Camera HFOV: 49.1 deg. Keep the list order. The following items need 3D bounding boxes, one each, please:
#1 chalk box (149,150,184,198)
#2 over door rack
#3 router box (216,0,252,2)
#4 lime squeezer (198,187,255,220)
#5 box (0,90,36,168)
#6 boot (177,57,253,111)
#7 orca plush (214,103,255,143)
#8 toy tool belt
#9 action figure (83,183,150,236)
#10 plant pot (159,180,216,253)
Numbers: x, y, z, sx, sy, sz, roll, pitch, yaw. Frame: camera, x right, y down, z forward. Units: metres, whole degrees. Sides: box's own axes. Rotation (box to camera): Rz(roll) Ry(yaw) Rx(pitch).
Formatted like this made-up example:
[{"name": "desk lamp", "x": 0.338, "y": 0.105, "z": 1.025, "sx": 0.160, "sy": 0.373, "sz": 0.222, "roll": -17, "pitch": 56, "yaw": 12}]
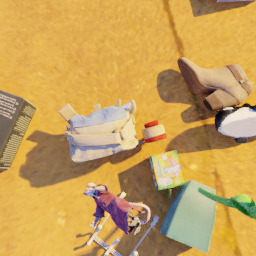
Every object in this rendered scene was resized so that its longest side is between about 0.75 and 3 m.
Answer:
[{"name": "chalk box", "x": 1.088, "y": 1.304, "z": 7.771, "sx": 0.754, "sy": 0.758, "sz": 1.219, "roll": -13, "pitch": 81, "yaw": -2}, {"name": "over door rack", "x": -0.138, "y": 2.795, "z": 7.610, "sx": 1.275, "sy": 0.575, "sz": 1.726, "roll": 35, "pitch": 82, "yaw": 5}, {"name": "router box", "x": 3.391, "y": -4.707, "z": 8.892, "sx": 1.466, "sy": 0.358, "sz": 1.316, "roll": -8, "pitch": 80, "yaw": -11}, {"name": "lime squeezer", "x": 2.426, "y": 1.251, "z": 5.326, "sx": 0.555, "sy": 2.941, "sz": 1.039, "roll": 34, "pitch": 50, "yaw": -27}, {"name": "box", "x": -3.764, "y": -0.050, "z": 7.834, "sx": 1.485, "sy": 1.071, "sz": 2.000, "roll": 21, "pitch": 81, "yaw": 3}, {"name": "boot", "x": 2.642, "y": -1.508, "z": 8.344, "sx": 1.533, "sy": 0.736, "sz": 2.096, "roll": -30, "pitch": 82, "yaw": -11}, {"name": "orca plush", "x": 3.734, "y": -0.497, "z": 7.966, "sx": 2.919, "sy": 1.535, "sz": 1.037, "roll": -14, "pitch": 50, "yaw": 0}, {"name": "toy tool belt", "x": -0.418, "y": -0.154, "z": 7.592, "sx": 2.668, "sy": 1.666, "sz": 1.639, "roll": -16, "pitch": 89, "yaw": -3}, {"name": "action figure", "x": -0.293, "y": 1.382, "z": 5.267, "sx": 1.303, "sy": 0.970, "sz": 0.873, "roll": 28, "pitch": 117, "yaw": 30}, {"name": "plant pot", "x": 1.688, "y": 2.267, "z": 7.481, "sx": 1.106, "sy": 1.107, "sz": 1.566, "roll": 22, "pitch": 75, "yaw": 4}]
